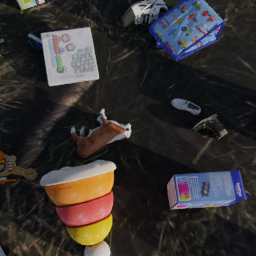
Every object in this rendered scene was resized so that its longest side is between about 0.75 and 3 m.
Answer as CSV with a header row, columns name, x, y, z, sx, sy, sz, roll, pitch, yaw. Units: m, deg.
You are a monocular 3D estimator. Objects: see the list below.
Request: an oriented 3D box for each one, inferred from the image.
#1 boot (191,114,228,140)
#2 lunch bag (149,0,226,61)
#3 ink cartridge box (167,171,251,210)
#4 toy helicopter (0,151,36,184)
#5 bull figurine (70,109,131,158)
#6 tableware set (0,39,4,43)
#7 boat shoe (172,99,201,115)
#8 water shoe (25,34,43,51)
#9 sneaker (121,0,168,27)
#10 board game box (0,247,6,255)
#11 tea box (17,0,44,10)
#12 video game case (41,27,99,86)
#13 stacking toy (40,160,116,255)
name,x,y,z,sx,sy,sz,roll,pitch,yaw
boot,2.753,0.070,9.439,1.056,0.381,0.798,-28,73,-10
lunch bag,2.084,-3.687,10.590,2.354,1.107,1.772,-32,73,-9
ink cartridge box,2.344,1.819,8.123,2.192,1.496,0.837,-5,68,-2
toy helicopter,-3.682,1.373,8.827,1.523,0.601,1.007,15,66,-2
bull figurine,-0.883,0.151,9.266,1.995,0.650,1.211,-30,70,-13
tableware set,-6.118,-3.594,10.872,2.187,0.438,1.446,-26,70,-10
boat shoe,2.054,-0.817,9.804,1.054,0.352,0.388,20,69,8
water shoe,-3.354,-3.120,10.764,1.269,0.454,0.501,34,100,11
sneaker,0.711,-4.462,11.024,2.133,0.790,0.944,-35,77,-17
board game box,-4.606,3.689,7.730,2.027,0.262,2.027,-38,61,-21
tea box,-4.187,-5.628,11.549,1.027,0.698,1.044,-26,71,-9
video game case,-2.144,-2.651,10.329,1.835,0.239,2.015,-10,81,-7
stacking toy,-1.169,2.500,7.933,2.156,2.156,2.950,-11,87,-4
